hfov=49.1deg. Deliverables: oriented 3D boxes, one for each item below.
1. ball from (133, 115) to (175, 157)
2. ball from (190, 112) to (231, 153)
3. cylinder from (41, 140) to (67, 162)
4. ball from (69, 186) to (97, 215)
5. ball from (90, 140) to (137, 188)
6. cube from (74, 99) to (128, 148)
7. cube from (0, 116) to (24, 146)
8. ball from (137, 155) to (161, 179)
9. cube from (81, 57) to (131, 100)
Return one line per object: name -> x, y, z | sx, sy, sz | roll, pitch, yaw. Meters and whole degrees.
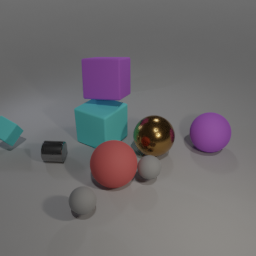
ball -> 0.880, 0.267, 9.483 | 1.400, 1.400, 1.400 | 0, 30, 0
ball -> 2.867, 0.154, 9.783 | 1.400, 1.400, 1.400 | 0, 30, 0
cylinder -> -2.470, 0.781, 9.407 | 0.700, 0.700, 0.700 | 2, 30, 2
ball -> -1.143, 1.832, 7.086 | 0.700, 0.700, 0.700 | 0, 30, 0
ball -> -0.421, 1.057, 8.277 | 1.400, 1.400, 1.400 | 0, 30, 0
cube -> -0.960, -0.193, 10.370 | 1.400, 1.400, 1.400 | 18, 35, 28
cube -> -4.271, 0.113, 9.867 | 0.700, 0.700, 0.700 | 28, 73, 8
ball -> 0.626, 1.151, 8.207 | 0.700, 0.700, 0.700 | 0, 30, 0
cube -> -0.751, -1.842, 10.229 | 1.400, 1.400, 1.400 | 4, 17, 15
